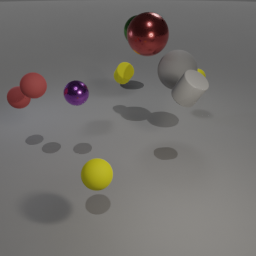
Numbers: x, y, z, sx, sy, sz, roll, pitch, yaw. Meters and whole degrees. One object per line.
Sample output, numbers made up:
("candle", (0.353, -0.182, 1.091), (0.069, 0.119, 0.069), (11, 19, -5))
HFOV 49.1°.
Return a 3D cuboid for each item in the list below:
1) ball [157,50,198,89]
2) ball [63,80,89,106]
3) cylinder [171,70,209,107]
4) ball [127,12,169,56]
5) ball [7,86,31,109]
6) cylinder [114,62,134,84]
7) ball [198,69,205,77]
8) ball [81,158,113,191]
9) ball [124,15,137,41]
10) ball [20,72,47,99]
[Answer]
("ball", (1.749, -2.046, 9.927), (1.400, 1.400, 1.400), (0, 28, 0))
("ball", (-1.428, -0.964, 7.740), (0.700, 0.700, 0.700), (0, 28, 0))
("cylinder", (1.578, -1.004, 7.169), (0.700, 0.700, 0.700), (14, 49, -17))
("ball", (0.660, -3.107, 9.323), (1.400, 1.400, 1.400), (0, 28, 0))
("ball", (-3.402, -0.952, 8.738), (0.700, 0.700, 0.700), (0, 28, 0))
("cylinder", (-0.173, -2.210, 11.330), (0.700, 0.700, 0.700), (-9, -7, -16))
("ball", (3.034, -2.242, 12.277), (0.700, 0.700, 0.700), (0, 28, 0))
("ball", (-0.682, 1.019, 6.146), (0.700, 0.700, 0.700), (0, 28, 0))
("ball", (0.500, -4.603, 13.269), (1.400, 1.400, 1.400), (0, 28, 0))
("ball", (-2.554, -1.145, 7.561), (0.700, 0.700, 0.700), (0, 28, 0))
